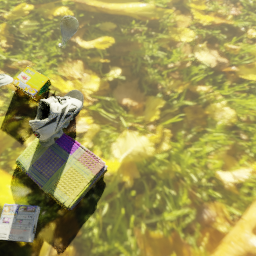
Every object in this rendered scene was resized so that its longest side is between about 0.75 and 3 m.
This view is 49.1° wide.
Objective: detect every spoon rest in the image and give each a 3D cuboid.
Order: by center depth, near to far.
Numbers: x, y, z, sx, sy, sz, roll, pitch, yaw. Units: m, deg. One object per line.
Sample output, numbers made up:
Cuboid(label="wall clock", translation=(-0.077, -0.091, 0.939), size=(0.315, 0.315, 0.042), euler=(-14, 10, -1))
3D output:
Cuboid(label="spoon rest", translation=(-2.059, -3.191, 9.442), size=(0.609, 1.226, 0.371), euler=(13, 44, -22))

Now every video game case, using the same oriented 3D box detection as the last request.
Cuboid(label="video game case", translation=(-2.904, 2.514, 7.423), size=(0.993, 0.226, 0.900), euler=(0, 66, 12))

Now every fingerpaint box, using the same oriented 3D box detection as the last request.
Cuboid(label="fingerpaint box", translation=(-3.237, -1.503, 9.466), size=(0.979, 0.359, 0.817), euler=(29, 68, 14))

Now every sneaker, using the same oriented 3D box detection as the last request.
Cuboid(label="sneaker", translation=(-2.099, -0.617, 8.397), size=(0.859, 1.026, 2.317), euler=(-5, 40, 27))

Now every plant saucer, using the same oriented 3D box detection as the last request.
Cuboid(label="plant saucer", translation=(-4.106, -1.561, 8.926), size=(0.809, 0.203, 0.809), euler=(1, 31, -1))

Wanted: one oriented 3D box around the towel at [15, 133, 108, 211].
Cuboid(label="towel", translation=(-1.963, 1.109, 8.218), size=(2.367, 0.270, 1.700), euler=(34, 69, 16))
